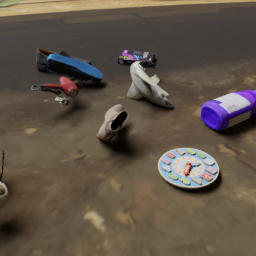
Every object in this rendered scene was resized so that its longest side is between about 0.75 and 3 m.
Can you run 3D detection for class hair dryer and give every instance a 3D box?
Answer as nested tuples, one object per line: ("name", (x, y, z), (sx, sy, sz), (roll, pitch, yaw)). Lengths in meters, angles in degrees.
("hair dryer", (-2.294, -1.393, 9.320), (1.314, 0.469, 1.725), (27, 23, -5))

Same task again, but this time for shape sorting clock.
("shape sorting clock", (1.524, 0.967, 7.107), (1.509, 0.296, 1.509), (0, 36, 0))

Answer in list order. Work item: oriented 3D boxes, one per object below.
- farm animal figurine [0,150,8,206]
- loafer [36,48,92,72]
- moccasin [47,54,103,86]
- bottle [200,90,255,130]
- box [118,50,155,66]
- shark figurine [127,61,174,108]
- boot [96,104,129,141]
("farm animal figurine", (-4.122, 1.112, 6.135), (2.694, 1.420, 2.724), (-2, 27, -24))
("loafer", (-2.755, -2.860, 11.875), (2.436, 0.881, 0.887), (2, 35, 2))
("moccasin", (-2.069, -2.209, 10.906), (2.157, 0.735, 0.868), (21, 36, -10))
("bottle", (3.473, -0.675, 8.949), (2.391, 0.781, 0.999), (-21, 41, -26))
("box", (0.408, -3.231, 12.907), (1.555, 0.281, 1.112), (8, 37, 9))
("shark figurine", (0.354, -1.696, 10.258), (1.729, 1.208, 2.894), (19, 32, -35))
("boot", (-0.326, -0.249, 7.992), (0.552, 1.149, 1.571), (38, 60, -14))
